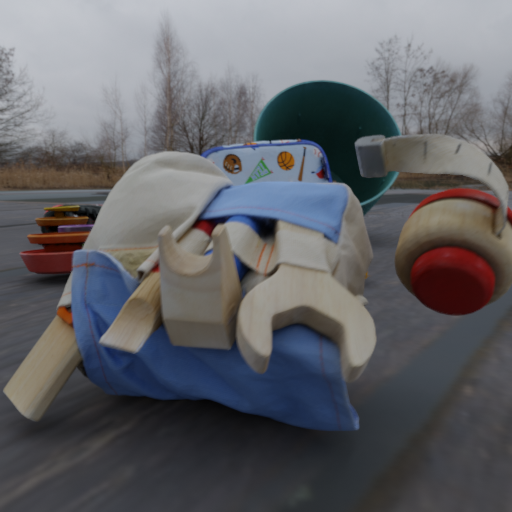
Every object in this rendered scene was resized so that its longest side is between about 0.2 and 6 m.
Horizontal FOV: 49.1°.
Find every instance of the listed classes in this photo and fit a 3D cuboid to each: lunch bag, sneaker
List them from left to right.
[{"bbox_3d":[-3.645,-0.737,12.744,2.672,0.945,1.306,-3,8,-2],"label":"sneaker"},{"bbox_3d":[0.219,-0.861,9.676,2.651,2.124,1.002,-8,-5,-23],"label":"lunch bag"}]

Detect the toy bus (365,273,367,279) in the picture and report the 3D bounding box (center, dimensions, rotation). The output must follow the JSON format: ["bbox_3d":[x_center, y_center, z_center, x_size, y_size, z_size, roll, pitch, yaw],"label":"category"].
[{"bbox_3d":[1.466,0.175,8.213,0.287,0.238,0.732,4,15,4],"label":"toy bus"}]

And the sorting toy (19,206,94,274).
[{"bbox_3d":[-2.897,-0.379,9.270,1.610,1.100,2.679,-3,5,-9],"label":"sorting toy"}]

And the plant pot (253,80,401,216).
[{"bbox_3d":[1.542,-2.046,13.823,3.427,3.427,2.750,-1,-23,-5],"label":"plant pot"}]

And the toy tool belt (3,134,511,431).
[{"bbox_3d":[-0.006,0.432,3.620,3.101,1.936,1.906,1,40,25],"label":"toy tool belt"}]
